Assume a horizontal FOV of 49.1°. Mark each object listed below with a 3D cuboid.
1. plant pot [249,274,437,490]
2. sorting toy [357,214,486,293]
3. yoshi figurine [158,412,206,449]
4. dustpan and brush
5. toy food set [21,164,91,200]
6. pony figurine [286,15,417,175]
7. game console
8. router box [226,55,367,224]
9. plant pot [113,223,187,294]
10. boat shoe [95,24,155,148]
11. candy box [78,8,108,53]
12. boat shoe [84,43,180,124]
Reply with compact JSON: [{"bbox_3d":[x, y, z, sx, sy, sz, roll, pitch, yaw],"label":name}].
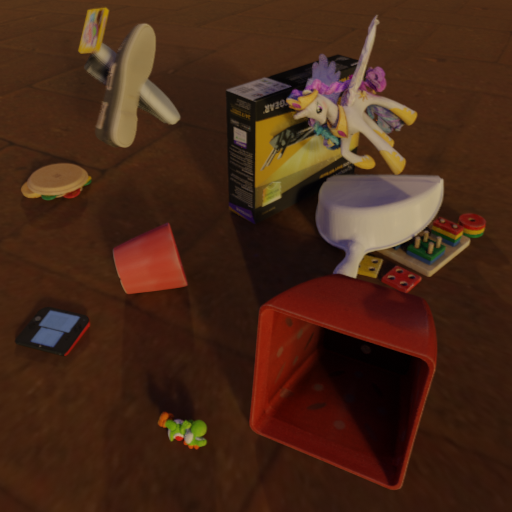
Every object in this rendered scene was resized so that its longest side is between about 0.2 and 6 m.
[{"bbox_3d":[1.349,1.424,7.816,2.179,2.181,1.922,16,31,20],"label":"plant pot"},{"bbox_3d":[3.263,-0.405,11.463,3.276,0.554,1.580,-30,46,-34],"label":"sorting toy"},{"bbox_3d":[-0.978,2.381,7.843,0.726,0.407,0.408,22,35,22],"label":"yoshi figurine"},{"bbox_3d":[2.155,-0.536,11.372,2.709,1.111,3.882,4,27,26],"label":"dustpan and brush"},{"bbox_3d":[-4.763,-1.777,13.480,1.449,0.356,1.464,13,38,17],"label":"toy food set"},{"bbox_3d":[1.800,-2.868,10.396,2.438,2.030,2.354,30,62,-19],"label":"pony figurine"},{"bbox_3d":[-3.440,1.266,9.536,1.006,0.156,0.889,10,37,14],"label":"game console"},{"bbox_3d":[0.940,-2.695,12.647,3.589,2.822,0.937,-30,46,-34],"label":"router box"},{"bbox_3d":[-1.964,0.125,10.320,1.109,1.253,1.253,-17,39,-6],"label":"plant pot"},{"bbox_3d":[-2.812,-3.586,11.730,0.742,2.604,0.871,16,4,25],"label":"boat shoe"},{"bbox_3d":[-3.498,-4.840,12.042,0.505,0.130,0.988,4,80,26],"label":"candy box"},{"bbox_3d":[-2.861,-3.729,12.798,2.442,0.834,0.902,39,18,-9],"label":"boat shoe"}]
